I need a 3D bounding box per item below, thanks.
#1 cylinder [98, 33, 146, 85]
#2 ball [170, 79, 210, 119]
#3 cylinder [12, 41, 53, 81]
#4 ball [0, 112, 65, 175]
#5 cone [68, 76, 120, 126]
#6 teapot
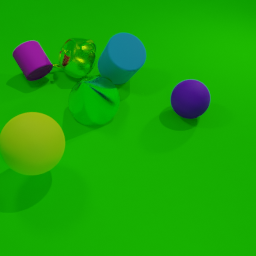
[{"bbox_3d":[-0.201,-1.961,8.078,1.125,1.125,1.125,4,77,-19],"label":"cylinder"},{"bbox_3d":[1.613,-0.748,7.275,1.016,1.016,1.016,0,45,0],"label":"ball"},{"bbox_3d":[-2.843,-1.996,8.374,0.866,0.866,0.866,-31,87,-27],"label":"cylinder"},{"bbox_3d":[-1.842,0.303,5.431,1.213,1.213,1.213,0,45,0],"label":"ball"},{"bbox_3d":[-0.938,-0.859,6.750,1.378,1.383,1.378,-1,78,3],"label":"cone"},{"bbox_3d":[-1.650,-2.147,8.508,0.989,2.021,1.256,16,64,-42],"label":"teapot"}]
